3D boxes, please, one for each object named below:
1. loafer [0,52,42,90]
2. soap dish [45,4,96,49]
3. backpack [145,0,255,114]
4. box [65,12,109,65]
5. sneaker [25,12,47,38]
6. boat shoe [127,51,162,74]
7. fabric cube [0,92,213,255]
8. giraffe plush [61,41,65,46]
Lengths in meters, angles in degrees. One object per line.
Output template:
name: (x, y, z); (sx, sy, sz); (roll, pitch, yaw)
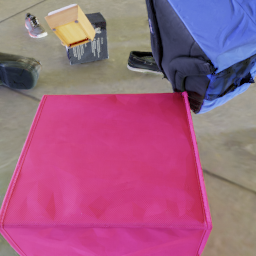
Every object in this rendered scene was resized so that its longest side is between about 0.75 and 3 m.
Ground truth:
loafer: (-4.338, -2.011, 9.210); (2.992, 1.089, 1.082); (12, 42, -2)
soap dish: (-1.222, -2.177, 6.114); (0.766, 0.974, 0.395); (-14, 72, 12)
backpack: (1.663, -1.541, 5.281); (2.234, 2.662, 2.163); (-21, 70, -2)
box: (-1.516, -3.190, 10.001); (1.470, 1.445, 0.863); (-13, 46, -13)
sneaker: (-3.916, -4.294, 11.612); (0.633, 0.672, 1.642); (-28, 52, -25)
boat shoe: (1.038, -2.381, 9.730); (2.121, 0.703, 0.793); (8, 46, 7)
fabric cube: (-0.219, 1.104, 4.957); (2.572, 2.580, 2.531); (-1, 46, 2)
giraffe plush: (-2.159, -3.647, 10.994); (0.734, 0.781, 0.905); (15, 64, -2)
